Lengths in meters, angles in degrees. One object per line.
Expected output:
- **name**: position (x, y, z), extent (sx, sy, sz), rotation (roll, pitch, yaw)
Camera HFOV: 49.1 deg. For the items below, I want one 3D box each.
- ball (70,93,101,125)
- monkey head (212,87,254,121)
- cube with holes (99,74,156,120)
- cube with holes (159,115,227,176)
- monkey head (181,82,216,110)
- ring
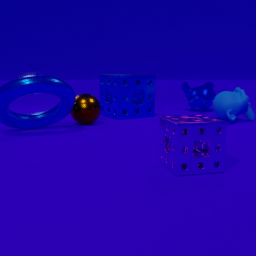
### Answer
- **ball**: position (-1.188, -0.529, 7.841), extent (0.881, 0.881, 0.881), rotation (0, 11, 0)
- **monkey head**: position (3.172, -0.574, 8.470), extent (1.001, 1.195, 1.662), rotation (-33, 15, 11)
- **cube with holes**: position (-0.045, -1.108, 9.447), extent (1.374, 1.374, 1.374), rotation (-6, 13, -31)
- **cube with holes**: position (0.931, 0.219, 4.182), extent (0.730, 0.730, 0.730), rotation (-2, 10, -12)
- **monkey head**: position (2.720, -1.332, 10.709), extent (1.058, 1.263, 1.756), rotation (-25, 19, 36)
- **ring**: position (-2.185, -0.554, 6.597), extent (1.935, 0.387, 1.935), rotation (-16, -24, -7)
